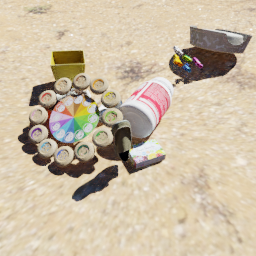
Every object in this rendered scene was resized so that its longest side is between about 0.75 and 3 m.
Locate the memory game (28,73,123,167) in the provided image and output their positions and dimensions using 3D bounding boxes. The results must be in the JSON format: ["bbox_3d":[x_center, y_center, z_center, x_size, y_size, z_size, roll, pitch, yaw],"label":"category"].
[{"bbox_3d":[-1.544,-0.333,7.941,2.919,0.186,2.919,-6,65,14],"label":"memory game"}]

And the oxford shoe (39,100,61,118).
[{"bbox_3d":[-1.930,-0.521,8.652,1.893,0.675,0.690,21,71,20],"label":"oxford shoe"}]

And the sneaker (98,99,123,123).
[{"bbox_3d":[-0.729,-0.557,9.054,0.550,0.471,1.264,14,37,40],"label":"sneaker"}]

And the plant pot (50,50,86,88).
[{"bbox_3d":[-2.131,-2.083,10.118,1.177,1.038,1.177,-5,40,-9],"label":"plant pot"}]

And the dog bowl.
[{"bbox_3d":[3.742,-3.666,11.587,2.539,0.745,2.539,7,25,-3],"label":"dog bowl"}]

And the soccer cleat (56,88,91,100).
[{"bbox_3d":[-1.961,-1.100,9.464,1.447,0.561,0.502,1,44,6],"label":"soccer cleat"}]

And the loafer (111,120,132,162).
[{"bbox_3d":[-0.093,0.353,6.982,0.514,1.366,0.476,-18,50,-11],"label":"loafer"}]

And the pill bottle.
[{"bbox_3d":[0.625,-0.722,8.608,1.173,1.173,2.089,20,43,20],"label":"pill bottle"}]

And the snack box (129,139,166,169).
[{"bbox_3d":[0.493,0.700,7.787,0.926,0.245,0.658,-15,44,-20],"label":"snack box"}]

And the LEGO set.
[{"bbox_3d":[2.026,-2.556,10.393,1.436,0.548,0.589,21,37,-33],"label":"LEGO set"}]
